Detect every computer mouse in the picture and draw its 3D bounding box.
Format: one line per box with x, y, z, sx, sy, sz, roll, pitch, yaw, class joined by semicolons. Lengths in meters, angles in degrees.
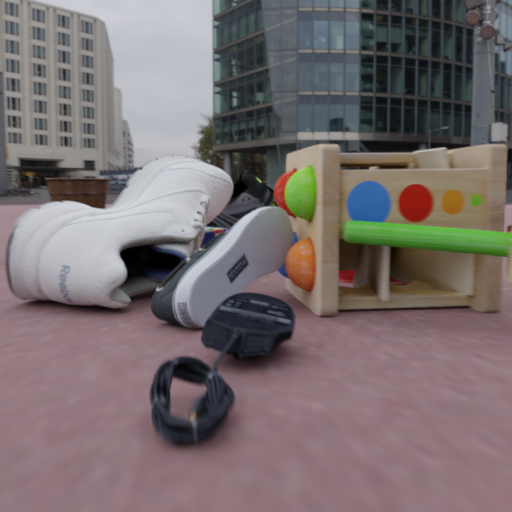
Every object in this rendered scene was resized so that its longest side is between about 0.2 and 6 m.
-0.147;0.610;3.227;0.551;0.320;1.880;12;15;12;computer mouse

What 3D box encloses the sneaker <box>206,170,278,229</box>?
0.147;-0.811;10.082;3.473;1.439;1.231;-2;9;-22;sneaker

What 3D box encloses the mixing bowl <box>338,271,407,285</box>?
1.596;-0.246;7.279;1.852;1.003;1.852;-1;7;0;mixing bowl

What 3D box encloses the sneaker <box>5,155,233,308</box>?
-1.063;-0.211;6.115;1.377;1.178;3.162;17;33;23;sneaker

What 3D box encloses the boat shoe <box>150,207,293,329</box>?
-0.254;0.040;4.939;0.494;0.599;1.744;-3;24;36;boat shoe

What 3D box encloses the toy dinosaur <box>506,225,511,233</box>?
4.610;-0.195;9.206;1.210;0.820;0.519;-22;-26;7;toy dinosaur

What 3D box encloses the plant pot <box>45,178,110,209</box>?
-3.974;-1.045;12.529;1.387;1.373;1.387;1;6;0;plant pot

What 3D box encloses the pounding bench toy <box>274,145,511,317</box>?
1.200;-0.240;5.034;1.858;1.480;2.382;-1;7;-8;pounding bench toy

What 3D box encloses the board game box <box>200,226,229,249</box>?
-1.244;-0.163;8.343;1.845;0.569;1.846;3;7;19;board game box
